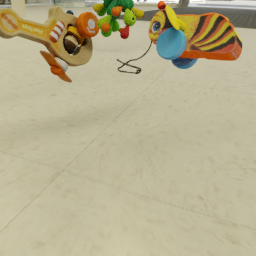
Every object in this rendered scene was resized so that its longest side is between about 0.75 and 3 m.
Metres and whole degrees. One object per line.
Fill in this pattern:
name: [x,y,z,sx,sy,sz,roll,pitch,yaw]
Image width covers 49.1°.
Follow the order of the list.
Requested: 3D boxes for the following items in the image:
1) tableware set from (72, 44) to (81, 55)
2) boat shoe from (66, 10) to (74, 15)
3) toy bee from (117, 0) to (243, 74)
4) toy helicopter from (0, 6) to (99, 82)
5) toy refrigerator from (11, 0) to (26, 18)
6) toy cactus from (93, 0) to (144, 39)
tableware set: [-1.936,-3.258,11.163,1.017,0.685,0.156,-2,-2,5]
boat shoe: [-2.341,-4.019,10.843,0.505,1.201,0.412,0,-7,25]
toy bee: [0.775,-1.645,4.723,2.156,1.172,1.411,3,-4,15]
toy helicopter: [-1.719,-1.859,6.000,0.931,1.561,2.361,7,4,42]
toy refrigerator: [-3.068,-3.535,7.829,0.306,0.807,0.282,3,26,0]
toy cactus: [-0.144,-2.638,5.947,0.940,1.516,1.838,14,21,-21]
